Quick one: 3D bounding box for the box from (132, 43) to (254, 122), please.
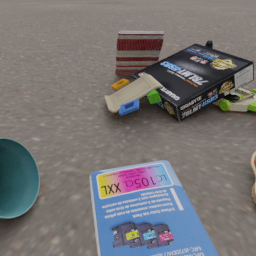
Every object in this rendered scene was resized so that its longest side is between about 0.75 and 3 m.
[{"bbox_3d":[1.915,-1.595,8.802,2.710,0.678,2.730,-27,36,-12],"label":"box"}]

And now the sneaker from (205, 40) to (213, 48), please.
[{"bbox_3d":[3.876,-3.912,13.562,0.492,0.569,1.300,7,31,12],"label":"sneaker"}]

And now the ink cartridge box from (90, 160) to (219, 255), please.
[{"bbox_3d":[0.351,1.817,2.509,1.010,1.806,2.647,-10,31,-5],"label":"ink cartridge box"}]

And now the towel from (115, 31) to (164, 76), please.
[{"bbox_3d":[0.355,-2.623,10.004,1.571,2.181,0.248,-2,63,-6],"label":"towel"}]

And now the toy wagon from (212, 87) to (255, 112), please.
[{"bbox_3d":[3.326,-0.875,8.550,1.545,0.394,1.991,-19,36,-29],"label":"toy wagon"}]

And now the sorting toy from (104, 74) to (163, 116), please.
[{"bbox_3d":[0.152,-0.959,8.146,1.597,0.386,2.837,-26,25,1],"label":"sorting toy"}]

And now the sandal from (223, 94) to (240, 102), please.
[{"bbox_3d":[3.045,-0.893,8.406,0.301,0.217,0.759,-44,33,-1],"label":"sandal"}]

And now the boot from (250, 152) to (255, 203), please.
[{"bbox_3d":[2.739,0.733,5.197,0.582,0.832,1.551,24,37,5],"label":"boot"}]

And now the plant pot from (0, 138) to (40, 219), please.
[{"bbox_3d":[-2.331,0.923,4.798,0.894,1.328,1.328,-18,23,25],"label":"plant pot"}]
